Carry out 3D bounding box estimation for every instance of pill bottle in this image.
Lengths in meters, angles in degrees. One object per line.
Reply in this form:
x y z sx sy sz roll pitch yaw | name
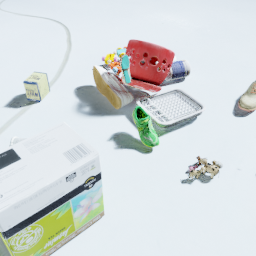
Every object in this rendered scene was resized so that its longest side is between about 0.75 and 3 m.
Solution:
2.274 -2.897 14.205 1.622 0.900 0.900 -14 41 -17 | pill bottle

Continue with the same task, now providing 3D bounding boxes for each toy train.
-0.362 -3.633 15.361 1.831 0.678 2.437 25 49 26 | toy train

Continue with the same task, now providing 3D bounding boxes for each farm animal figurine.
2.579 1.314 9.362 1.032 0.544 1.044 18 43 21 | farm animal figurine

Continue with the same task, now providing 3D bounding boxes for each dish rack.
1.820 -0.818 11.978 2.465 0.537 2.116 -20 43 -23 | dish rack

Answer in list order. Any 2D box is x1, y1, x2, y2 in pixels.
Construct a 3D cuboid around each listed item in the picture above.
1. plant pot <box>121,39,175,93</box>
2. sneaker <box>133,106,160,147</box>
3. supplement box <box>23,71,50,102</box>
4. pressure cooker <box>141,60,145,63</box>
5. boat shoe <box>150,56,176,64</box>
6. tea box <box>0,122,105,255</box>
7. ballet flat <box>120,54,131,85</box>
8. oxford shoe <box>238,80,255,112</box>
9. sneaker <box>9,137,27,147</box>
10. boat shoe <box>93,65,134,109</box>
0.826 -2.709 12.600 2.172 1.978 2.172 14 10 -3 | plant pot
0.614 -0.055 10.479 0.653 0.737 1.764 -25 69 -6 | sneaker
-4.190 -1.912 12.934 0.672 1.001 1.000 9 40 11 | supplement box
0.915 -3.563 15.107 0.903 0.807 0.794 3 36 4 | pressure cooker
1.709 -3.826 14.797 1.002 0.953 2.782 -5 14 39 | boat shoe
-2.168 1.712 7.259 2.624 2.582 1.753 -29 47 -31 | tea box
-0.122 -1.991 9.601 0.381 1.007 0.322 -8 9 -29 | ballet flat
5.642 -1.603 12.620 0.882 0.920 2.492 21 44 24 | oxford shoe
-3.600 0.901 9.774 1.079 0.701 1.869 -4 38 -9 | sneaker
-0.723 -1.992 13.085 1.024 1.046 2.955 -20 52 -23 | boat shoe
